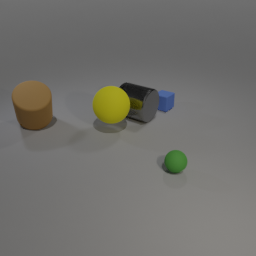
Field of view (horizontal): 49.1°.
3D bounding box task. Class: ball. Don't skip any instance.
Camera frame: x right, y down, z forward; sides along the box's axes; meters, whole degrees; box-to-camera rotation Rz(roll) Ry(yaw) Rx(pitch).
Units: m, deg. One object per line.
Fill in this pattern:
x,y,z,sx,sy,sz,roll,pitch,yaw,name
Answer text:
1.469,1.023,8.597,0.700,0.700,0.700,0,29,0,ball
-0.625,-0.862,10.466,1.400,1.400,1.400,0,29,0,ball

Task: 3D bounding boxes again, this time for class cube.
1.621,-1.232,12.627,0.700,0.700,0.700,19,33,33,cube

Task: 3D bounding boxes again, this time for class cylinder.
0.377,-1.081,11.661,1.400,1.400,1.400,19,34,29,cylinder
-3.645,-0.858,10.798,1.400,1.400,1.400,6,58,-10,cylinder
